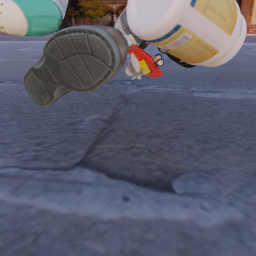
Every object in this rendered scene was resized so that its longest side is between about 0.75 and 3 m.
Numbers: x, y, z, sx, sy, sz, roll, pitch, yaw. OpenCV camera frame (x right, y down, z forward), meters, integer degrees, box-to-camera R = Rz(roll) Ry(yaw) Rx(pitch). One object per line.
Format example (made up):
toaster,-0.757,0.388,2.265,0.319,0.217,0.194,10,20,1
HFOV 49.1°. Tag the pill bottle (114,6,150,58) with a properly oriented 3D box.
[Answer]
pill bottle,0.328,-3.306,9.058,1.322,1.322,2.271,-15,-10,-32

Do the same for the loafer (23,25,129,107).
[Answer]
loafer,-0.884,-1.081,4.683,2.741,0.985,0.862,-11,24,49

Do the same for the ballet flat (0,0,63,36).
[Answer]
ballet flat,-2.260,-1.982,4.805,2.347,0.790,0.826,21,45,18

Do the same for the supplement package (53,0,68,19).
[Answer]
supplement package,-2.404,-4.229,8.634,0.938,1.236,0.931,9,-10,5

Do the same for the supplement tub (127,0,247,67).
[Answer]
supplement tub,1.550,-2.779,7.104,2.746,1.987,1.987,14,9,-40

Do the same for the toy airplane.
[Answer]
toy airplane,0.177,-1.681,6.889,1.226,0.869,1.232,51,29,21

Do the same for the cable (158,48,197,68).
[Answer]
cable,2.097,-3.297,9.370,1.969,2.413,0.613,17,-3,-14
